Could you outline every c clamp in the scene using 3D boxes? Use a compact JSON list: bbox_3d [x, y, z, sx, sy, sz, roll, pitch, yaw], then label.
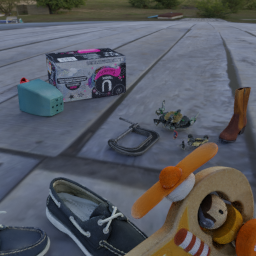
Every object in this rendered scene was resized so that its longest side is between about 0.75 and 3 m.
[{"bbox_3d":[0.064,0.267,8.107,1.570,0.249,1.838,16,28,19],"label":"c clamp"}]

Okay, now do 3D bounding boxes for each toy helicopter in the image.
[{"bbox_3d":[0.625,1.432,3.823,2.899,1.917,1.143,-26,14,-22],"label":"toy helicopter"}]

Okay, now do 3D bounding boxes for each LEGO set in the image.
[{"bbox_3d":[1.496,-0.031,8.494,1.466,0.640,2.257,-1,38,2],"label":"LEGO set"}]

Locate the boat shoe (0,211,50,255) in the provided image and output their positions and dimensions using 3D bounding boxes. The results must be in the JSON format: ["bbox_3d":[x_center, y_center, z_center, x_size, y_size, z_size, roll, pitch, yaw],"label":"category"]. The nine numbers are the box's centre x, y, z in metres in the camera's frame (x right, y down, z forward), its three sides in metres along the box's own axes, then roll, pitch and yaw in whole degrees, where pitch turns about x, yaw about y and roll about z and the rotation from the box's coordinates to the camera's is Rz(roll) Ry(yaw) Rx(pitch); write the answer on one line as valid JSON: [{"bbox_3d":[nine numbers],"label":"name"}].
[{"bbox_3d":[-2.328,1.779,4.362,2.115,0.654,0.792,-1,19,-7],"label":"boat shoe"}]

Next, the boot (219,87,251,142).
[{"bbox_3d":[3.109,-0.390,8.016,1.350,1.434,0.491,-19,32,-35],"label":"boot"}]

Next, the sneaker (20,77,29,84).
[{"bbox_3d":[-4.677,-2.088,12.698,0.422,0.465,1.095,-6,26,-13],"label":"sneaker"}]

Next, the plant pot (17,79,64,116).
[{"bbox_3d":[-3.010,-0.991,9.912,1.403,0.992,0.991,23,33,26],"label":"plant pot"}]

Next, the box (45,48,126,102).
[{"bbox_3d":[-1.723,-2.240,11.659,2.874,1.649,1.899,-13,30,-22],"label":"box"}]

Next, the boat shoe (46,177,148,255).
[{"bbox_3d":[-0.527,1.566,4.687,2.350,0.709,0.889,18,26,27],"label":"boat shoe"}]
